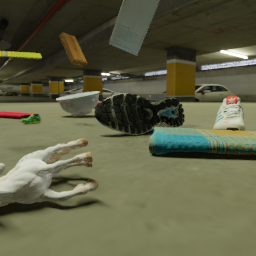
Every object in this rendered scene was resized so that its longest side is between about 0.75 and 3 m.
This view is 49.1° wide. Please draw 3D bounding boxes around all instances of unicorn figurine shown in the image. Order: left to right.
[{"bbox_3d":[-0.898,0.438,2.730,1.126,0.605,1.640,-11,-6,-10],"label":"unicorn figurine"}]

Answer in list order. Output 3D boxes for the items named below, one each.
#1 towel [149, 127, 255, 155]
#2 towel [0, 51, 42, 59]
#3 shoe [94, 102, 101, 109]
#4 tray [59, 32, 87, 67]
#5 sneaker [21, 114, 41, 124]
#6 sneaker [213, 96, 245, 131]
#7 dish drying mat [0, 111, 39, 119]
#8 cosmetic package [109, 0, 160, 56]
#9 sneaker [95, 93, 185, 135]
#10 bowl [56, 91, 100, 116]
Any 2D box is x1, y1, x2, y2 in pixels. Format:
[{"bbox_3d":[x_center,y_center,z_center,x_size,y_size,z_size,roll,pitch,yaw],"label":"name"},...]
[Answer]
[{"bbox_3d":[1.805,0.258,5.332,2.723,0.295,1.997,2,7,9],"label":"towel"},{"bbox_3d":[-2.153,-1.407,5.476,0.874,0.079,0.376,-3,30,-22],"label":"towel"},{"bbox_3d":[-0.925,-1.125,14.982,1.773,0.633,0.806,0,7,-32],"label":"shoe"},{"bbox_3d":[-1.929,-2.772,9.908,0.231,1.245,0.614,-38,-22,31],"label":"tray"},{"bbox_3d":[-3.539,-0.328,10.167,0.300,0.339,0.810,6,9,37],"label":"sneaker"},{"bbox_3d":[2.590,-0.325,7.217,0.741,0.984,2.106,3,6,18],"label":"sneaker"},{"bbox_3d":[-5.385,-0.591,13.085,2.606,0.237,1.001,5,9,33],"label":"dish drying mat"},{"bbox_3d":[0.209,-3.200,8.124,0.965,1.899,0.703,22,35,-7],"label":"cosmetic package"},{"bbox_3d":[0.272,-0.250,7.839,2.748,1.077,1.236,2,-12,-34],"label":"sneaker"},{"bbox_3d":[-2.415,-1.185,14.120,2.193,0.985,2.193,-9,12,2],"label":"bowl"}]
